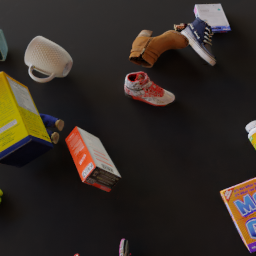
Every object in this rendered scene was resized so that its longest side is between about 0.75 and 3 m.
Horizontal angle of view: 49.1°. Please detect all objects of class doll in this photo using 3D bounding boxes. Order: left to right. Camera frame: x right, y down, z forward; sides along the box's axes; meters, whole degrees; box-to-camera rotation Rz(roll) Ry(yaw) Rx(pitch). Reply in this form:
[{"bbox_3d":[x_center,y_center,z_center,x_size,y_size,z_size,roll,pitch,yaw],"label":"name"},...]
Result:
[{"bbox_3d":[-3.682,-0.096,10.180,2.477,0.600,1.690,14,75,10],"label":"doll"}]

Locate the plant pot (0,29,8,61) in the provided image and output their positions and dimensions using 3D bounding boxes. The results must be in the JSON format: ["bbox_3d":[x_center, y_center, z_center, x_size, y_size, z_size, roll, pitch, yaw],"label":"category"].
[{"bbox_3d":[-5.986,-3.785,12.416,1.131,1.128,1.152,2,48,1],"label":"plant pot"}]

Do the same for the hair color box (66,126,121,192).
[{"bbox_3d":[-1.112,0.905,8.570,0.639,1.059,2.087,-50,39,10],"label":"hair color box"}]

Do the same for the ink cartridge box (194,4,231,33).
[{"bbox_3d":[4.122,-5.302,13.769,1.314,0.462,2.202,-3,53,-2],"label":"ink cartridge box"}]

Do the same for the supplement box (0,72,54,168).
[{"bbox_3d":[-3.809,-0.222,9.152,1.439,1.430,2.628,-30,72,5],"label":"supplement box"}]

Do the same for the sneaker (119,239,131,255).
[{"bbox_3d":[0.122,3.780,7.678,0.631,0.533,1.444,-8,61,-7],"label":"sneaker"}]

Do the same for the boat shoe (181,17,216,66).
[{"bbox_3d":[3.349,-3.879,12.279,1.127,0.907,2.430,-45,57,23],"label":"boat shoe"}]

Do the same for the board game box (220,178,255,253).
[{"bbox_3d":[3.599,2.179,7.568,1.577,1.579,1.578,-24,71,10],"label":"board game box"}]

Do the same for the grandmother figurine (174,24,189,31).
[{"bbox_3d":[2.727,-4.940,13.650,0.879,0.266,0.533,-11,66,-4],"label":"grandmother figurine"}]

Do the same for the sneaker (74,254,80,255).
[{"bbox_3d":[-1.608,4.059,7.519,0.705,0.478,1.220,-4,55,-4],"label":"sneaker"}]

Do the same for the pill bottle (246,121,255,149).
[{"bbox_3d":[4.694,0.397,9.802,0.720,0.720,1.297,-14,57,-9],"label":"pill bottle"}]

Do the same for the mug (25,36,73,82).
[{"bbox_3d":[-3.287,-2.644,11.496,1.594,1.343,1.819,27,66,3],"label":"mug"}]

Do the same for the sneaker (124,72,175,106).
[{"bbox_3d":[0.859,-1.522,10.843,2.067,1.108,0.690,13,57,9],"label":"sneaker"}]

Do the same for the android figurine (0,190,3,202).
[{"bbox_3d":[-4.425,2.257,8.876,0.886,0.200,0.973,-39,63,-23],"label":"android figurine"}]

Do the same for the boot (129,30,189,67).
[{"bbox_3d":[1.327,-3.436,12.235,2.402,0.921,1.865,16,58,10],"label":"boot"}]
